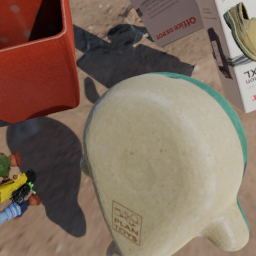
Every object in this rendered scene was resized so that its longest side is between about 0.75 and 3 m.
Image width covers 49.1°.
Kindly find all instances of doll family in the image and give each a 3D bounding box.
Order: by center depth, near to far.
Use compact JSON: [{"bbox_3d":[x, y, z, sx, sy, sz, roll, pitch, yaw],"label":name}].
[{"bbox_3d":[-1.848,1.011,4.307,0.997,1.725,0.677,-32,75,-37],"label":"doll family"}]

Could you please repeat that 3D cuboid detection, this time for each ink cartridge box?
[{"bbox_3d":[2.668,-1.929,5.459,1.952,2.696,1.137,-23,23,6],"label":"ink cartridge box"},{"bbox_3d":[0.885,-3.343,6.519,1.022,2.423,1.770,-45,21,-25],"label":"ink cartridge box"}]

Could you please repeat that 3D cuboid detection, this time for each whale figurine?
[{"bbox_3d":[0.439,0.744,3.650,2.329,2.928,1.519,19,27,32],"label":"whale figurine"}]

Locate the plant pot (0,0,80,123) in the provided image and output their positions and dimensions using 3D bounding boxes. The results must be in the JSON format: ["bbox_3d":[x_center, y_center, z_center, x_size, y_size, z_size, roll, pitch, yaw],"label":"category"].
[{"bbox_3d":[-2.246,-1.548,5.931,2.574,2.269,2.572,-13,56,1],"label":"plant pot"}]

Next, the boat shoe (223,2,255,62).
[{"bbox_3d":[1.786,-1.484,4.193,0.376,0.400,1.050,6,57,-39],"label":"boat shoe"}]
